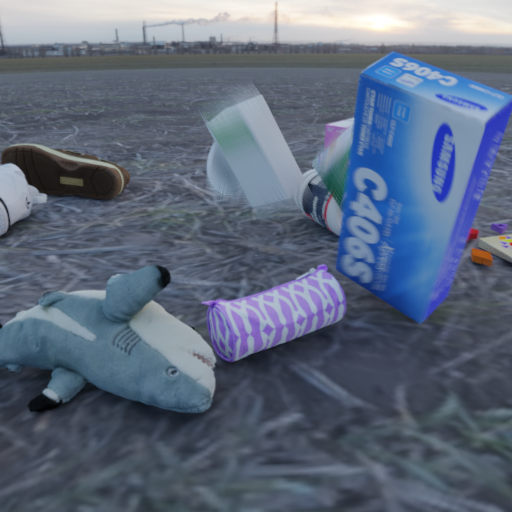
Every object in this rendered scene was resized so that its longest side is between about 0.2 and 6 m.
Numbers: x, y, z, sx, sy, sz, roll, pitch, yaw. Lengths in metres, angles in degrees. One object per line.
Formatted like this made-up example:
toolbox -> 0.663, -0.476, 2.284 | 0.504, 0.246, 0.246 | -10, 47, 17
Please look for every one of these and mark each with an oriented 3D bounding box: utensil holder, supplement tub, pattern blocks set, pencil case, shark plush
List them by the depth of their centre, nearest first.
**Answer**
shark plush -> -2.337, 1.133, 6.743 | 3.725, 1.692, 1.551 | 4, 54, -3
pencil case -> 0.309, 0.773, 7.834 | 2.069, 0.884, 0.868 | -17, 9, -32
pattern blocks set -> 5.076, -0.083, 10.669 | 2.270, 0.209, 2.583 | -3, 24, -8
utensil holder -> -0.054, -1.720, 11.066 | 1.213, 1.213, 1.427 | 18, 9, 35
supplement tub -> 1.645, -1.173, 11.998 | 1.152, 1.152, 1.642 | -11, 26, -24

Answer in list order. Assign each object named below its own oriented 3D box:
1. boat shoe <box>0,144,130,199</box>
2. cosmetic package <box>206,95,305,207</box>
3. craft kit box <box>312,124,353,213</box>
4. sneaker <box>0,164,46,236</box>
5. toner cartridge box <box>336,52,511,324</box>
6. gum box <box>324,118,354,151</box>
boat shoe -> -4.824, -2.153, 14.398 | 3.291, 1.215, 1.217 | 16, 22, 8
cosmetic package -> 0.014, -1.689, 9.196 | 0.863, 1.604, 0.680 | -10, 29, 42
craft kit box -> 2.122, -1.417, 9.283 | 1.918, 1.942, 0.471 | -47, 33, -12
sneaker -> -6.343, -1.293, 12.245 | 3.350, 1.259, 1.925 | 13, 26, 16
toner cartridge box -> 2.042, -0.746, 7.525 | 1.638, 3.448, 0.744 | 33, 55, 29
gum box -> 3.023, -3.492, 17.159 | 0.746, 1.280, 2.256 | 20, 30, 38
